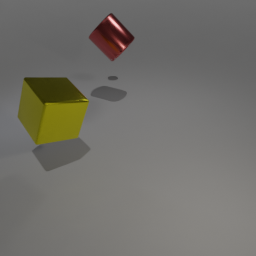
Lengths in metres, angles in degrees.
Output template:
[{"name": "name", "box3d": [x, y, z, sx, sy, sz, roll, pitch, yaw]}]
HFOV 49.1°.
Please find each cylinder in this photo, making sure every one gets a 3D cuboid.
[{"name": "cylinder", "box3d": [-0.678, -3.761, 11.678, 1.400, 1.400, 1.400, -43, 15, 15]}]

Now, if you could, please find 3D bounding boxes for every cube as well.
[{"name": "cube", "box3d": [-2.225, -0.550, 8.233, 1.400, 1.400, 1.400, -9, 43, -42]}]
